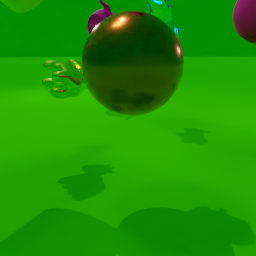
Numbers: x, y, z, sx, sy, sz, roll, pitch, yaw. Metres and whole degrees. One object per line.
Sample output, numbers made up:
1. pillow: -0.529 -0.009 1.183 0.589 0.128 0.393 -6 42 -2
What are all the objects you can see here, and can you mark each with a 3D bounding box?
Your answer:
1. cow figurine: -0.937 -0.875 4.881 1.078 0.601 1.095 -5 30 -33
2. ball: 3.052 -2.567 6.269 1.322 1.322 1.322 0 16 0
3. cylinder: -1.559 -2.291 3.517 1.145 1.145 1.145 13 -13 39
4. teapot: -0.927 -3.574 9.726 1.169 1.881 0.921 35 38 27
5. ball: 0.054 -0.770 3.434 1.237 1.237 1.237 0 16 0
6. cow figurine: 0.987 -2.927 7.415 0.694 1.244 1.264 -36 -6 0
